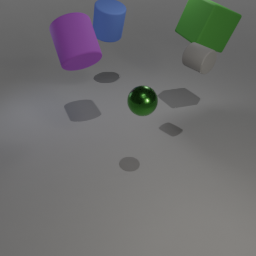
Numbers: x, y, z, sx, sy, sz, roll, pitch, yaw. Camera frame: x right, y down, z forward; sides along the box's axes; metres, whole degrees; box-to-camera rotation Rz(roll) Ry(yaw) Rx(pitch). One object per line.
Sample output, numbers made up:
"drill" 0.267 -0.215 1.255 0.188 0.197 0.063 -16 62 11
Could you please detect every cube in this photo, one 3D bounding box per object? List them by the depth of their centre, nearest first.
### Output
"cube" 2.828 -3.737 10.036 1.400 1.400 1.400 3 36 -32

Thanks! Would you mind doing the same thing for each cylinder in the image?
"cylinder" 2.013 -1.969 7.909 0.700 0.700 0.700 -25 47 -34
"cylinder" -1.726 -2.825 9.299 1.400 1.400 1.400 -19 -4 -1
"cylinder" -0.872 -4.864 12.690 1.400 1.400 1.400 7 48 -8

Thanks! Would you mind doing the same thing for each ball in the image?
"ball" 0.332 -0.617 6.392 0.700 0.700 0.700 0 32 0
